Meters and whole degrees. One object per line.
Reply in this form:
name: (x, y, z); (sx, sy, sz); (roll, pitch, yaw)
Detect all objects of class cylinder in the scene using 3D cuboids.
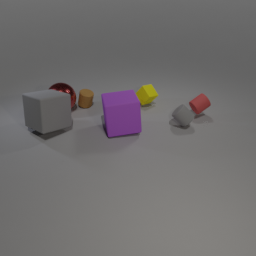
cylinder: (-2.075, -1.453, 13.780); (0.700, 0.700, 0.700); (11, 38, -9)
cylinder: (2.350, -0.534, 11.939); (0.700, 0.700, 0.700); (43, 32, -10)
cylinder: (3.251, -1.092, 12.686); (0.700, 0.700, 0.700); (-35, 36, -2)

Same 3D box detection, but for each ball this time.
ball: (-3.141, -1.435, 13.189); (1.400, 1.400, 1.400); (0, 30, 0)

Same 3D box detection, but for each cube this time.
cube: (-0.284, -0.632, 11.605); (1.400, 1.400, 1.400); (-8, 29, -7)
cube: (-3.306, -0.722, 11.514); (1.400, 1.400, 1.400); (18, 25, 39)
cube: (0.922, -1.651, 13.837); (0.700, 0.700, 0.700); (-18, 72, -44)
